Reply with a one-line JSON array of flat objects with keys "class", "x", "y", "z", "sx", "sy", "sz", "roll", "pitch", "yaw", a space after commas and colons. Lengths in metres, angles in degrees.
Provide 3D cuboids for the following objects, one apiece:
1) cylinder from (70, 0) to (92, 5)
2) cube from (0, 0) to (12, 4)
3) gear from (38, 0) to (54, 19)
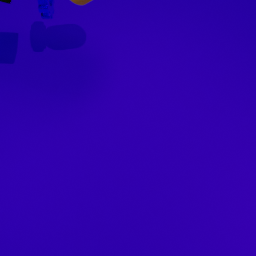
[{"class": "cylinder", "x": -0.934, "y": -3.660, "z": 6.629, "sx": 1.096, "sy": 1.096, "sz": 1.096, "roll": -10, "pitch": 61, "yaw": 36}, {"class": "cube", "x": -2.803, "y": -3.306, "z": 5.639, "sx": 0.977, "sy": 0.977, "sz": 0.977, "roll": 7, "pitch": 48, "yaw": -24}, {"class": "gear", "x": -2.185, "y": -3.598, "z": 7.406, "sx": 0.246, "sy": 1.333, "sz": 1.333, "roll": -1, "pitch": 66, "yaw": -5}]
